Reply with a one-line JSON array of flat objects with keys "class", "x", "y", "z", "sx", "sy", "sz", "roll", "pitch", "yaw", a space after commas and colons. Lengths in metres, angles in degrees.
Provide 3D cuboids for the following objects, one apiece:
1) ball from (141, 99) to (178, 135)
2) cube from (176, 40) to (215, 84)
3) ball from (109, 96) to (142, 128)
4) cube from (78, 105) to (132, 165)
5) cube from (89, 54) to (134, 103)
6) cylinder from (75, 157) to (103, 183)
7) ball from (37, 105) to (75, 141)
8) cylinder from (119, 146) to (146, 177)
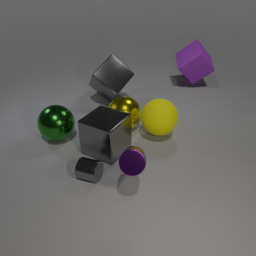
[{"class": "ball", "x": 1.206, "y": -0.414, "z": 10.704, "sx": 1.400, "sy": 1.400, "sz": 1.400, "roll": 0, "pitch": 32, "yaw": 0}, {"class": "cube", "x": 3.545, "y": -3.498, "z": 14.884, "sx": 1.400, "sy": 1.400, "sz": 1.400, "roll": -31, "pitch": 38, "yaw": 30}, {"class": "ball", "x": -0.145, "y": -0.608, "z": 11.448, "sx": 1.400, "sy": 1.400, "sz": 1.400, "roll": 0, "pitch": 32, "yaw": 0}, {"class": "cube", "x": -0.796, "y": 0.209, "z": 10.124, "sx": 1.400, "sy": 1.400, "sz": 1.400, "roll": 17, "pitch": 36, "yaw": 25}, {"class": "cube", "x": -0.801, "y": -2.277, "z": 13.124, "sx": 1.400, "sy": 1.400, "sz": 1.400, "roll": 40, "pitch": 73, "yaw": -6}, {"class": "cylinder", "x": -1.241, "y": 1.330, "z": 8.990, "sx": 0.700, "sy": 0.700, "sz": 0.700, "roll": 11, "pitch": 34, "yaw": 17}, {"class": "ball", "x": -2.747, "y": -0.195, "z": 10.735, "sx": 1.400, "sy": 1.400, "sz": 1.400, "roll": 0, "pitch": 32, "yaw": 0}, {"class": "cylinder", "x": 0.129, "y": 0.865, "z": 7.420, "sx": 0.700, "sy": 0.700, "sz": 0.700, "roll": 2, "pitch": 4, "yaw": 4}]
